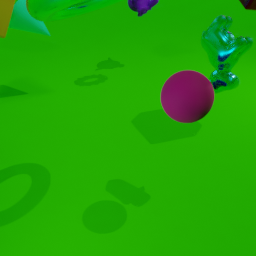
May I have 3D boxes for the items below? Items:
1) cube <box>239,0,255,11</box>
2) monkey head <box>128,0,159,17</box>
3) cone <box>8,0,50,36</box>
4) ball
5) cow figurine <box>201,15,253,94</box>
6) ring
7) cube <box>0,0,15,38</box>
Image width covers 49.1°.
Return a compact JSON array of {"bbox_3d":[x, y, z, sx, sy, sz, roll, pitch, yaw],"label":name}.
[{"bbox_3d":[3.209,-3.544,6.237,1.302,1.302,1.302,-4,58,-19],"label":"cube"},{"bbox_3d":[0.543,-4.830,10.611,1.075,0.901,1.494,-26,13,24],"label":"monkey head"},{"bbox_3d":[-2.899,-3.224,8.661,1.167,1.162,1.162,36,35,-13],"label":"cone"},{"bbox_3d":[0.899,-0.475,4.274,0.804,0.804,0.804,0,36,0],"label":"ball"},{"bbox_3d":[1.508,-1.142,4.634,0.590,1.057,1.074,-18,67,-47],"label":"cow figurine"},{"bbox_3d":[-0.541,-1.993,4.087,1.904,0.381,1.904,-16,18,5],"label":"ring"},{"bbox_3d":[-3.351,-2.838,5.975,1.266,1.266,1.266,27,13,32],"label":"cube"}]
